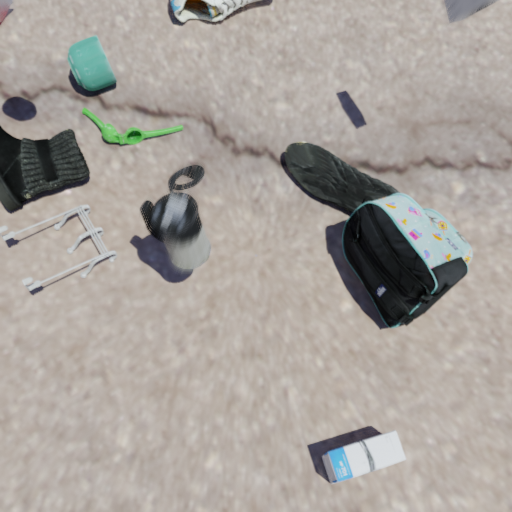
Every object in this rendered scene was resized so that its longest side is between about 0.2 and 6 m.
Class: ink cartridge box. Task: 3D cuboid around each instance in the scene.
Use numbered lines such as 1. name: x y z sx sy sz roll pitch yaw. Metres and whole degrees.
1. ink cartridge box: 3.272 -3.992 8.050 0.294 1.499 0.745 -18 99 -16
2. ink cartridge box: 1.667 3.167 8.798 1.128 0.826 0.484 -14 67 -6

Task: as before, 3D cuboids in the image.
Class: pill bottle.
1. pill bottle: -3.996 -3.923 8.453 0.558 0.995 0.558 0 91 -34

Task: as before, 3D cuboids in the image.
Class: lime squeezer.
1. lime squeezer: -2.699 -2.614 11.725 2.226 0.420 0.786 10 35 6

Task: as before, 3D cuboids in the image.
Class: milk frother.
1. milk frother: -1.092 -0.642 8.884 1.215 1.143 1.096 -41 63 -17

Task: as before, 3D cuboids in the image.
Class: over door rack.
1. over door rack: -3.658 -0.147 10.347 1.753 0.584 1.295 -22 66 -32

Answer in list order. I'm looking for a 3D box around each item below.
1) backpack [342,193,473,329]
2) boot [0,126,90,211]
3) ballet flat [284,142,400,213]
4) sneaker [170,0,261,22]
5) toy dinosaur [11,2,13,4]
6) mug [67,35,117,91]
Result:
1. backpack: 2.534 -0.064 9.764 1.570 1.801 2.049 -27 68 -29
2. boot: -4.508 -2.208 11.141 1.806 0.909 2.415 -29 79 -5
3. ballet flat: 1.712 -1.417 11.060 2.708 0.769 0.900 34 114 15
4. sneaker: -0.702 -5.987 12.920 2.560 0.979 1.034 -6 70 5
5. toy dinosaur: -6.422 -4.613 12.395 1.336 0.720 3.032 9 64 -13
6. mug: -3.551 -4.058 12.042 0.775 1.254 1.030 -24 92 -7
